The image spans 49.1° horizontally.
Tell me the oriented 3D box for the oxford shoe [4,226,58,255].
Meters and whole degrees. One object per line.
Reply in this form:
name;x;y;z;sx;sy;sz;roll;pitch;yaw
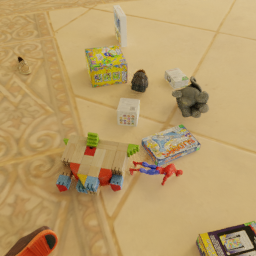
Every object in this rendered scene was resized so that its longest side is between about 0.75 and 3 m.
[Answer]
oxford shoe;-2.856;3.435;7.313;2.163;0.770;0.784;-34;22;-23

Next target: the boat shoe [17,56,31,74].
boat shoe;-5.299;-3.160;14.106;0.493;0.446;1.382;-26;50;-24

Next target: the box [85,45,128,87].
box;-1.059;-3.007;13.473;1.741;1.102;1.807;-9;44;-10

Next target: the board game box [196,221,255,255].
board game box;2.926;3.583;7.101;1.703;0.584;2.060;-10;45;-7

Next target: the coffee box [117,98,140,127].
coffee box;0.022;-0.627;11.250;0.804;0.796;0.805;6;46;6

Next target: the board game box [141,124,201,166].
board game box;1.572;0.603;10.339;1.813;0.312;1.227;-19;48;-19

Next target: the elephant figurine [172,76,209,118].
elephant figurine;2.613;-1.394;11.606;1.409;1.545;1.991;-6;37;14

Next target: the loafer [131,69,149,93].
loafer;0.591;-2.191;12.396;0.822;0.816;2.257;13;19;-5

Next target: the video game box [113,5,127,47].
video game box;-0.446;-5.774;15.835;0.417;1.781;1.622;-10;44;-8

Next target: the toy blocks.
toy blocks;-1.132;1.303;9.130;2.714;1.356;1.855;8;56;10

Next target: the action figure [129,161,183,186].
action figure;1.019;1.537;9.295;1.768;0.875;0.577;-1;43;31

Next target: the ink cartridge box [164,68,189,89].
ink cartridge box;2.290;-2.370;13.294;0.751;0.452;1.034;-16;48;-16
